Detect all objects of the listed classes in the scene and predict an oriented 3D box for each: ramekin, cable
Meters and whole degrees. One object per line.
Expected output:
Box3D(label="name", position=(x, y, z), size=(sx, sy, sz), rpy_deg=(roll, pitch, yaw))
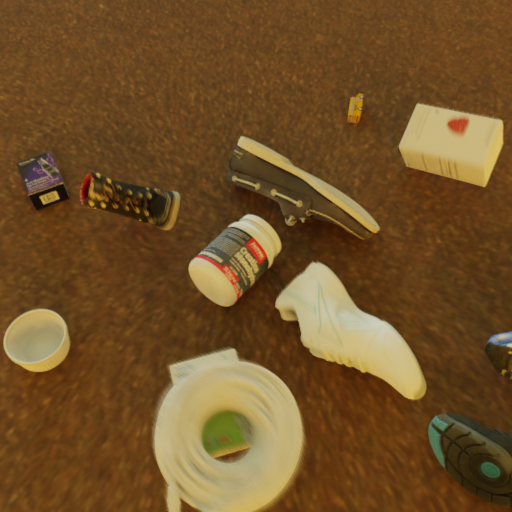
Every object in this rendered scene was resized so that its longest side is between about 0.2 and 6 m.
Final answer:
Box3D(label="ramekin", position=(-3.711, 1.489, 9.605), size=(1.032, 0.541, 1.032), rpy_deg=(0, 55, 0))
Box3D(label="cable", position=(-0.391, 2.560, 7.973), size=(2.070, 0.717, 2.069), rpy_deg=(-11, 65, -12))

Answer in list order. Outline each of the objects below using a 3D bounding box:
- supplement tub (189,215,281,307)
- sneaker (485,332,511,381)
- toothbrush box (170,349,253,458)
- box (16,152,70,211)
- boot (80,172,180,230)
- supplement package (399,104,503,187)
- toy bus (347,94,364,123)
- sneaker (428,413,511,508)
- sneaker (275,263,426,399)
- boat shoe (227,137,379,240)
Box3D(label="supplement tub", position=(-0.375, 0.073, 10.242), size=(1.072, 1.072, 1.528), rpy_deg=(34, 63, 21))
Box3D(label="sneaker", position=(5.122, 1.297, 9.527), size=(2.897, 1.138, 1.292), rpy_deg=(-8, 48, -15))
Box3D(label="toothbrush box", position=(-0.666, 2.358, 8.825), size=(1.077, 0.637, 1.479), rpy_deg=(-14, 68, -10))
Box3D(label="box", position=(-4.447, -1.565, 11.689), size=(0.757, 0.534, 1.024), rpy_deg=(-24, 60, -15))
Box3D(label="boot", position=(-2.332, -1.033, 10.297), size=(1.507, 2.002, 0.732), rpy_deg=(14, 94, -29))
Box3D(label="supplement package", position=(4.002, -2.275, 11.483), size=(1.730, 1.036, 1.049), rpy_deg=(21, 83, 28))
Box3D(label="toy bus", position=(2.346, -3.475, 13.165), size=(0.304, 0.253, 0.777), rpy_deg=(8, 57, 7))
Box3D(label="sneaker", position=(3.927, 3.171, 8.365), size=(2.777, 1.017, 1.138), rpy_deg=(31, 40, 17))
Box3D(label="sneaker", position=(1.503, 1.407, 9.353), size=(1.210, 1.062, 3.021), rpy_deg=(-36, 51, -14))
Box3D(label="boat shoe", position=(0.866, -1.161, 11.358), size=(3.413, 1.240, 1.070), rpy_deg=(35, 105, 15))
